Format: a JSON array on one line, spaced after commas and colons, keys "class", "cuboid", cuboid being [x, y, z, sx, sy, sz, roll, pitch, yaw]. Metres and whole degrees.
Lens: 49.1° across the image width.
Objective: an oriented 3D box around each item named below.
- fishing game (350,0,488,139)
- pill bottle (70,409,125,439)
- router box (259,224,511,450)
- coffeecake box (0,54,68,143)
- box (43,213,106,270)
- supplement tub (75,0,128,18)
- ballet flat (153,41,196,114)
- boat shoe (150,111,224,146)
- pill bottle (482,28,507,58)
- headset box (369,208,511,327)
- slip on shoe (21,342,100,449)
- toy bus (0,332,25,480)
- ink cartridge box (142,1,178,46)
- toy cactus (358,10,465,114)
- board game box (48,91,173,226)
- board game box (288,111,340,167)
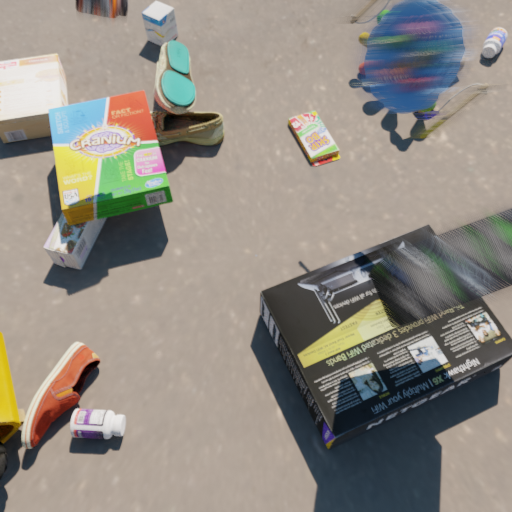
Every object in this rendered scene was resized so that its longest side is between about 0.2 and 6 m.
[{"class": "fishing game", "cuboid": [2.370, -3.135, 8.796, 0.383, 1.764, 2.464, -15, 77, -44]}, {"class": "pill bottle", "cuboid": [-2.626, 2.808, 9.341, 0.826, 0.460, 0.460, 3, 59, 1]}, {"class": "router box", "cuboid": [2.236, 1.310, 9.945, 3.584, 0.936, 2.818, -21, 61, -12]}, {"class": "coffeecake box", "cuboid": [-5.249, -3.699, 13.065, 1.518, 0.723, 1.978, -11, 60, -7]}, {"class": "box", "cuboid": [-3.345, -1.250, 11.654, 0.628, 0.672, 3.245, 13, 61, 7]}, {"class": "supplement tub", "cuboid": [-2.495, -4.105, 9.071, 0.791, 0.423, 0.423, 1, 57, -25]}, {"class": "ballet flat", "cuboid": [-1.920, -3.921, 12.958, 0.967, 0.894, 2.867, 21, 41, -23]}, {"class": "boat shoe", "cuboid": [-1.845, -2.972, 12.643, 2.246, 0.707, 0.819, 6, 59, 4]}, {"class": "pill bottle", "cuboid": [6.049, -5.402, 14.249, 0.447, 0.447, 0.798, 28, 62, 15]}, {"class": "headset box", "cuboid": [2.697, 0.158, 7.413, 1.948, 1.696, 0.904, -20, 79, -2]}, {"class": "slip on shoe", "cuboid": [-3.312, 2.377, 9.503, 0.585, 0.708, 1.912, 24, 58, 6]}, {"class": "toy bus", "cuboid": [-4.517, 2.611, 8.834, 2.834, 1.552, 3.003, 12, 90, 40]}, {"class": "ink cartridge box", "cuboid": [-2.452, -5.920, 14.336, 0.597, 0.825, 0.607, 29, 63, 17]}, {"class": "toy cactus", "cuboid": [3.863, -4.556, 13.422, 2.498, 1.548, 3.028, -6, 55, -25]}, {"class": "board game box", "cuboid": [-3.012, -2.066, 11.432, 2.092, 0.551, 2.735, -14, 60, -9]}, {"class": "board game box", "cuboid": [1.325, -2.687, 12.789, 0.692, 0.217, 1.448, -19, 64, -10]}]
